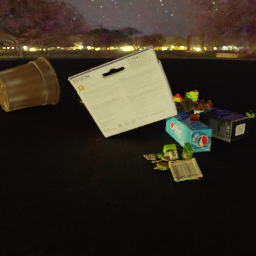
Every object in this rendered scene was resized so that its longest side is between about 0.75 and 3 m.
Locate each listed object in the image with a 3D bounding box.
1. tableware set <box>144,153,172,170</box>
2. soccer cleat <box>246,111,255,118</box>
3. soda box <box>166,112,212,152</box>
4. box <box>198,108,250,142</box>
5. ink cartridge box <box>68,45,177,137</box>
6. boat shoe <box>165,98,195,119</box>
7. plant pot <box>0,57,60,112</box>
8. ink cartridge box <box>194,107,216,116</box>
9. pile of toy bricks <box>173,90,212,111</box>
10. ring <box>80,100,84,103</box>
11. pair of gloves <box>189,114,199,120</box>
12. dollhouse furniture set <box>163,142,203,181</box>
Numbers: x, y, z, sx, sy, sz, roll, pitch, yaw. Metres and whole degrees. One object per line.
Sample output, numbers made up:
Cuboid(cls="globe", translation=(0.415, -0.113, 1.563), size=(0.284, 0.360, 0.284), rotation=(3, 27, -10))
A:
Cuboid(cls="tableware set", translation=(1.060, 1.033, 8.401), size=(0.808, 0.184, 1.199), rotation=(-7, 18, -28))
Cuboid(cls="soccer cleat", translation=(5.816, -0.664, 13.222), size=(0.876, 0.355, 0.296), rotation=(-17, 25, -41))
Cuboid(cls="soda box", translation=(2.140, 0.074, 10.231), size=(0.765, 0.809, 2.384), rotation=(-4, 18, -12))
Cuboid(cls="box", translation=(3.704, -0.157, 10.924), size=(1.170, 0.825, 1.581), rotation=(-13, 23, -33))
Cuboid(cls="ink cartridge box", translation=(-0.066, -1.185, 9.511), size=(2.893, 2.898, 0.588), rotation=(-17, 42, 12))
Cuboid(cls="boat shoe", translation=(2.191, -0.835, 13.371), size=(2.110, 0.759, 0.713), rotation=(-18, -10, -22))
Cuboid(cls="plant pot", translation=(-5.377, -2.144, 14.654), size=(2.613, 2.639, 2.639), rotation=(-24, 29, -34))
Cuboid(cls="ink cartridge box", translation=(3.662, -0.707, 13.227), size=(1.036, 0.434, 0.910), rotation=(4, 18, 14))
Cuboid(cls="pile of toy bricks", translation=(3.435, -1.487, 14.656), size=(2.067, 1.020, 1.146), rotation=(12, 22, 32))
Cuboid(cls="ring", translation=(-2.197, -1.670, 16.669), size=(1.312, 0.126, 1.312), rotation=(0, 19, 0))
Cuboid(cls="pair of gloves", translation=(2.846, -0.248, 12.185), size=(1.560, 0.193, 1.390), rotation=(-15, 28, -35))
Cuboid(cls="dollhouse furniture set", translation=(1.532, 1.094, 8.009), size=(0.805, 0.617, 1.229), rotation=(-9, 48, -6))
